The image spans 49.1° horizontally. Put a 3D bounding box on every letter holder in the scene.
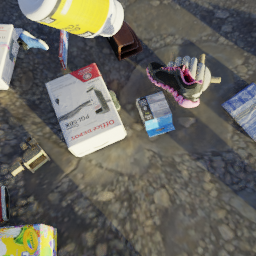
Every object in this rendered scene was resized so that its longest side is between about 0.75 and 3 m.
[{"bbox_3d":[-0.171,-3.629,10.802,1.168,0.827,1.644,-22,69,-11],"label":"letter holder"}]

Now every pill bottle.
[{"bbox_3d":[-1.448,-3.517,7.945,1.620,2.892,1.620,1,92,37],"label":"pill bottle"}]

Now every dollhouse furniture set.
[{"bbox_3d":[-3.300,0.985,9.115,1.129,0.628,0.998,-39,48,-14],"label":"dollhouse furniture set"}]

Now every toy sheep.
[{"bbox_3d":[2.056,-1.805,9.706,2.229,1.537,1.537,5,66,18],"label":"toy sheep"}]

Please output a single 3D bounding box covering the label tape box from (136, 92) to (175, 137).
[{"bbox_3d":[0.959,-0.481,9.677,0.978,0.451,1.365,-17,67,-7],"label":"label tape box"}]

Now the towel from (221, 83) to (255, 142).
[{"bbox_3d":[4.586,-0.416,9.757,1.635,0.265,2.226,-34,69,-11],"label":"towel"}]

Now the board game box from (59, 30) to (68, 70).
[{"bbox_3d":[-2.428,-3.111,10.573,0.156,0.824,1.600,0,67,-3],"label":"board game box"}]

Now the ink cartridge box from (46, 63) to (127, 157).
[{"bbox_3d":[-1.389,-0.601,9.298,1.856,1.048,2.529,-24,69,-3],"label":"ink cartridge box"}]

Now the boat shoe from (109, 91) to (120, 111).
[{"bbox_3d":[-0.493,-0.957,9.988,0.285,0.241,0.801,-24,69,5],"label":"boat shoe"}]

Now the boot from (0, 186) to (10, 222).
[{"bbox_3d":[-4.055,2.330,8.544,0.765,0.384,1.060,-8,71,-2],"label":"boot"}]

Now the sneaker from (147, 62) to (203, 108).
[{"bbox_3d":[1.273,-1.385,7.491,0.742,0.896,1.879,-24,54,-35],"label":"sneaker"}]

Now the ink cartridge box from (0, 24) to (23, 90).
[{"bbox_3d":[-5.107,-2.924,10.412,1.675,0.963,2.861,3,67,1],"label":"ink cartridge box"}]

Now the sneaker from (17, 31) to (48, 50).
[{"bbox_3d":[-3.225,-2.772,9.387,0.999,0.383,0.556,31,75,-9],"label":"sneaker"}]

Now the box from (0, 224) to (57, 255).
[{"bbox_3d":[-3.354,4.109,7.015,2.800,1.773,2.907,-5,67,-2],"label":"box"}]
